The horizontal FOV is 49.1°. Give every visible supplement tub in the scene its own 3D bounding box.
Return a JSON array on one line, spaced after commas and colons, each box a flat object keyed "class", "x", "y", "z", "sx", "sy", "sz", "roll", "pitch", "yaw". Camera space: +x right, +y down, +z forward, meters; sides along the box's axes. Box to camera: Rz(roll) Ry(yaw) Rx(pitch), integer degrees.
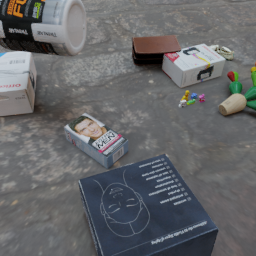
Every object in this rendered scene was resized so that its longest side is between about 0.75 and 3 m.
[{"class": "supplement tub", "x": -2.613, "y": -2.901, "z": 7.750, "sx": 2.632, "sy": 1.613, "sz": 1.613, "roll": 8, "pitch": 45, "yaw": 12}]

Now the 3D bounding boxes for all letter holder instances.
[{"class": "letter holder", "x": 1.217, "y": -3.239, "z": 12.195, "sx": 1.949, "sy": 0.980, "sz": 1.385, "roll": -5, "pitch": 45, "yaw": -4}]

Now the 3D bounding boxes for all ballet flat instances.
[{"class": "ballet flat", "x": 4.223, "y": -3.589, "z": 12.931, "sx": 1.476, "sy": 0.460, "sz": 0.498, "roll": 29, "pitch": 51, "yaw": 27}]

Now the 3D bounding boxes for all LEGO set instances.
[{"class": "LEGO set", "x": 2.339, "y": -1.161, "z": 10.442, "sx": 1.083, "sy": 0.445, "sz": 0.413, "roll": -15, "pitch": 45, "yaw": -15}]

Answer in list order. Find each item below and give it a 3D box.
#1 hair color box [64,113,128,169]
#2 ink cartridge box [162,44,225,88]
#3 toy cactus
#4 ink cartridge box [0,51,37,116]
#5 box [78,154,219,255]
[{"class": "hair color box", "x": -1.003, "y": 0.353, "z": 8.784, "sx": 1.908, "sy": 0.579, "sz": 0.945, "roll": 31, "pitch": 52, "yaw": 29}, {"class": "ink cartridge box", "x": 2.701, "y": -2.637, "z": 11.659, "sx": 2.067, "sy": 0.856, "sz": 1.506, "roll": -19, "pitch": 47, "yaw": -18}, {"class": "toy cactus", "x": 4.363, "y": -1.174, "z": 10.018, "sx": 2.311, "sy": 1.432, "sz": 2.801, "roll": -27, "pitch": 58, "yaw": -13}, {"class": "ink cartridge box", "x": -4.561, "y": -1.694, "z": 10.495, "sx": 1.939, "sy": 1.119, "sz": 2.673, "roll": -7, "pitch": 45, "yaw": -8}, {"class": "box", "x": 0.324, "y": 2.065, "z": 6.281, "sx": 2.312, "sy": 1.433, "sz": 2.273, "roll": -15, "pitch": 38, "yaw": -14}]
